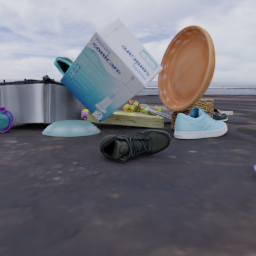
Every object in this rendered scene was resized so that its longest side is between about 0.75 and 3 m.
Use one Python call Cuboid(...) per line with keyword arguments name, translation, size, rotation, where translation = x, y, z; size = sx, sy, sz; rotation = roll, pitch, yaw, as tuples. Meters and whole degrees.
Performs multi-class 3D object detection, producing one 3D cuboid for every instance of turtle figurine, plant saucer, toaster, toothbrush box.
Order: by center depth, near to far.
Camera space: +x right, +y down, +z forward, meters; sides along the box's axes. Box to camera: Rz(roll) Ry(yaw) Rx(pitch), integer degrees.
Cuboid(name="toothbrush box", translation=(-0.636, -1.720, 9.059), size=(2.836, 2.076, 1.209), rotation=(-34, 12, 51))
Cuboid(name="plant saucer", translation=(1.921, -1.895, 9.214), size=(0.523, 2.795, 2.795), rotation=(7, 5, -25))
Cuboid(name="plant saucer", translation=(-1.963, -0.035, 9.765), size=(2.007, 0.386, 2.007), rotation=(0, 9, 0))
Cuboid(name="toaster", translation=(-3.479, -1.033, 11.131), size=(2.571, 1.687, 2.843), rotation=(0, 1, 19))
Cuboid(name="turtle figurine", translation=(0.615, -0.915, 14.283), size=(1.999, 0.798, 2.479), rotation=(7, -4, -10))

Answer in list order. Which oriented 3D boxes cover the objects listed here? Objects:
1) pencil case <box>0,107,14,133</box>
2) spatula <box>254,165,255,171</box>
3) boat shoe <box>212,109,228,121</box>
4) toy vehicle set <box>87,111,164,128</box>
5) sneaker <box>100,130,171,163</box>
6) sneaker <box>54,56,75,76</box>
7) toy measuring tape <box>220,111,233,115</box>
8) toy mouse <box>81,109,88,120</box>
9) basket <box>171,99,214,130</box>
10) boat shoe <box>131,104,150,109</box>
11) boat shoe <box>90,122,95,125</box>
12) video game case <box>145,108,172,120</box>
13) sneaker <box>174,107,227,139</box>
Cuboid(name="pencil case", translation=(-4.956, -0.352, 9.984), size=(2.002, 0.925, 0.852), rotation=(8, 5, 36))
Cuboid(name="spatula", translation=(2.797, 0.864, 4.146), size=(0.555, 0.202, 1.965), rotation=(-6, 10, -27))
Cuboid(name="boat shoe", translation=(4.076, -0.582, 12.768), size=(0.645, 0.607, 1.797), rotation=(5, 8, 41))
Cuboid(name="toy vehicle set", translation=(-0.154, -0.416, 11.292), size=(2.912, 0.386, 1.809), rotation=(5, 8, -5))
Cuboid(name="sneaker", translation=(0.164, 0.403, 6.019), size=(1.588, 0.607, 0.909), rotation=(-3, 10, 0))
Cuboid(name="sneaker", translation=(-2.021, -1.887, 10.752), size=(2.279, 0.884, 1.040), rotation=(45, 15, 8))
Cuboid(name="toy measuring tape", translation=(4.287, -0.719, 13.747), size=(1.732, 0.637, 0.637), rotation=(2, 8, 8))
Cuboid(name="toy mouse", translation=(-2.542, -0.661, 13.851), size=(1.922, 0.419, 2.163), rotation=(-7, 11, -39))
Cuboid(name="basket", translation=(2.333, -0.532, 10.409), size=(1.562, 1.163, 1.115), rotation=(-8, 12, -40))
Cuboid(name="boat shoe", translation=(0.653, -1.270, 17.937), size=(1.441, 0.513, 0.451), rotation=(-7, 7, -12))
Cuboid(name="boat shoe", translation=(-1.711, -0.175, 11.095), size=(0.830, 0.260, 0.295), rotation=(-4, 11, -17))
Cuboid(name="video game case", translation=(1.510, -0.574, 12.255), size=(1.500, 0.135, 1.074), rotation=(21, 3, -3))
Cuboid(name="sneaker", translation=(2.413, -0.199, 8.927), size=(2.256, 0.924, 0.834), rotation=(-7, 12, -39))
